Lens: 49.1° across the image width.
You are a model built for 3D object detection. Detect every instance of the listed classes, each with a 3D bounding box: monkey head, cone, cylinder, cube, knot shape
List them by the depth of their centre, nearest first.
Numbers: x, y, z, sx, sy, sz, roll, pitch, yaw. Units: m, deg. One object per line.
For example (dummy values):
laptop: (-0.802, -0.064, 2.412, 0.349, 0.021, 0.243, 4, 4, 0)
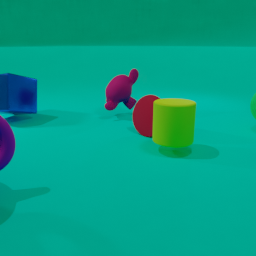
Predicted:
knot shape: (-2.863, 0.555, 4.536, 1.825, 0.843, 1.708, -6, 52, -1)
cylinder: (1.111, -0.149, 6.792, 1.003, 1.003, 1.003, 0, 15, 0)
cone: (0.962, -0.324, 8.305, 1.187, 1.187, 1.191, 16, 8, 40)
cube: (-3.893, -1.087, 9.356, 1.199, 1.199, 1.199, -1, -1, 30)
monkey head: (-0.159, -1.191, 9.783, 1.258, 1.749, 1.054, 39, -11, -13)

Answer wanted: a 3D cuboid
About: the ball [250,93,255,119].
ball: (4.058, -0.624, 7.871, 1.145, 1.145, 1.145, 0, 18, 0)
